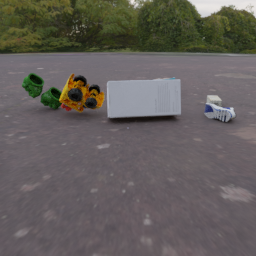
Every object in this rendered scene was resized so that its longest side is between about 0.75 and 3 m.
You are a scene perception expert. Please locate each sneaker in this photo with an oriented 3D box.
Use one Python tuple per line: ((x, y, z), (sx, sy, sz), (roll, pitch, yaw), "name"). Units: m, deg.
((3.174, -0.501, 9.446), (0.660, 0.462, 1.144), (-3, 20, -32), "sneaker")

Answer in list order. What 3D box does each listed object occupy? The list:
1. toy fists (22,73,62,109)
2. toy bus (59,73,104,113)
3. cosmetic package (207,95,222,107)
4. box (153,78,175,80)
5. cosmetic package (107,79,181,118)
((-3.196, -1.309, 10.483), (0.831, 1.631, 0.561), (-35, 26, 52), "toy fists")
((-1.721, -1.006, 9.890), (1.387, 1.331, 0.941), (29, 41, -22), "toy bus")
((3.453, -1.065, 11.246), (0.434, 0.307, 0.839), (1, 21, 4), "cosmetic package")
((1.214, -1.994, 13.339), (0.971, 0.580, 2.359), (6, 17, 43), "box")
((0.510, -0.967, 9.322), (2.390, 1.215, 0.885), (-2, 3, -7), "cosmetic package")
